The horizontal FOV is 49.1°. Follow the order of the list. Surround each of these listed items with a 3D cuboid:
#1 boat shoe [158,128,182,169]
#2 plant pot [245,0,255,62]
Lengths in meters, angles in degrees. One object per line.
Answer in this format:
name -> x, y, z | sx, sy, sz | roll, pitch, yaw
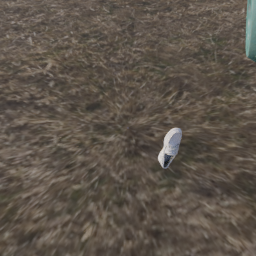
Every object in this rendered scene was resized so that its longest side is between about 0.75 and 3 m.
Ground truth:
boat shoe -> 0.742, 0.363, 4.747 | 0.281, 0.795, 0.275 | 5, 36, -13
plant pot -> 2.841, -1.862, 4.468 | 1.729, 2.155, 2.155 | 3, 45, 19
